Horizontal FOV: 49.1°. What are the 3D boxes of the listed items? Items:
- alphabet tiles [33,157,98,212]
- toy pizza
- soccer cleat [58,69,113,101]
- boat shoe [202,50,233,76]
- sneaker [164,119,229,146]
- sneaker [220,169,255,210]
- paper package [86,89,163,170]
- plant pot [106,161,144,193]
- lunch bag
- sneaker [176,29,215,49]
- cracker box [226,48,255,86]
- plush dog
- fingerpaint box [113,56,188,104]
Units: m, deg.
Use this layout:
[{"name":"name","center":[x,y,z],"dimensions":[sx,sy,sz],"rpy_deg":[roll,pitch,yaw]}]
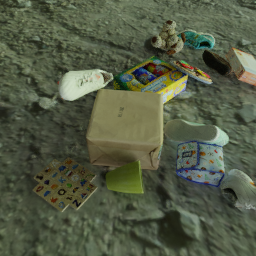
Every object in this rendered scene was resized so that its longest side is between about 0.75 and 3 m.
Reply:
[{"name":"alphabet tiles","center":[-2.200,1.915,9.809],"dimensions":[2.102,0.067,1.749],"rpy_deg":[28,53,23]},{"name":"toy pizza","center":[3.053,-2.707,13.215],"dimensions":[2.142,0.339,2.142],"rpy_deg":[22,21,-9]},{"name":"soccer cleat","center":[-1.573,-1.769,10.621],"dimensions":[1.122,1.003,2.894],"rpy_deg":[-5,17,24]},{"name":"boat shoe","center":[4.607,-3.340,14.347],"dimensions":[0.688,0.705,1.864],"rpy_deg":[-19,58,-33]},{"name":"sneaker","center":[2.652,0.306,10.934],"dimensions":[2.428,1.432,0.893],"rpy_deg":[10,81,44]},{"name":"sneaker","center":[4.006,2.354,8.976],"dimensions":[1.052,0.866,2.287],"rpy_deg":[-37,49,-22]},{"name":"paper package","center":[-0.045,-0.049,10.644],"dimensions":[2.717,1.475,2.850],"rpy_deg":[4,45,4]},{"name":"plant pot","center":[-0.124,1.705,9.411],"dimensions":[1.167,1.092,1.092],"rpy_deg":[-8,47,5]},{"name":"lunch bag","center":[2.489,1.188,9.825],"dimensions":[1.576,0.976,1.340],"rpy_deg":[10,44,6]},{"name":"sneaker","center":[3.737,-4.915,15.706],"dimensions":[2.237,0.867,0.891],"rpy_deg":[6,56,5]},{"name":"cracker box","center":[5.763,-2.997,13.738],"dimensions":[1.356,0.584,2.025],"rpy_deg":[14,43,-19]},{"name":"plush dog","center":[2.318,-4.746,15.448],"dimensions":[1.532,1.431,1.783],"rpy_deg":[39,86,14]},{"name":"fingerpaint box","center":[1.024,-2.069,12.910],"dimensions":[2.647,0.971,2.209],"rpy_deg":[-33,55,-27]}]
